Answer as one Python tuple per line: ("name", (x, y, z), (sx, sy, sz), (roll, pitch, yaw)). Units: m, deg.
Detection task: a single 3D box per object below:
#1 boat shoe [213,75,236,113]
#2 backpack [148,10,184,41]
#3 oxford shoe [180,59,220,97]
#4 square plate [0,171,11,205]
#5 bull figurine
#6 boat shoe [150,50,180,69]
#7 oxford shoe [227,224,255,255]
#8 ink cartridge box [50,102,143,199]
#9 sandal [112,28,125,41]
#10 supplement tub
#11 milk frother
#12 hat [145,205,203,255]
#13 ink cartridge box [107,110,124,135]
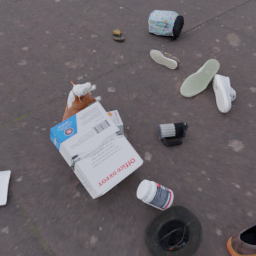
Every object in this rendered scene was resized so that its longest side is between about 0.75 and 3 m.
("boat shoe", (4.242, -1.506, 12.125), (0.795, 0.835, 2.319), (2, 37, 3))
("backpack", (2.107, -5.915, 15.902), (1.907, 1.207, 1.591), (14, 51, 18))
("oxford shoe", (3.283, -2.199, 12.820), (0.907, 0.697, 2.412), (43, 72, 5))
("square plate", (-4.544, 2.035, 9.141), (1.282, 0.184, 1.294), (-7, 47, -6))
("bull figurine", (-1.744, -0.856, 10.386), (0.793, 2.435, 1.478), (45, 38, 19))
("boat shoe", (1.861, -3.511, 14.094), (1.626, 0.584, 0.484), (34, 50, 23))
("oxford shoe", (4.020, 2.991, 7.757), (2.438, 0.884, 0.868), (-13, 48, -12))
("ink cartridge box", (-1.042, 0.725, 9.089), (1.851, 1.069, 2.535), (-33, 83, -25))
("sandal", (-0.578, -5.420, 15.975), (0.607, 0.405, 1.485), (-7, 47, -6))
("supplement tub", (0.827, 2.031, 8.503), (0.964, 0.677, 0.677), (28, 44, -20))
("milk frother", (1.680, 0.091, 10.405), (0.955, 1.015, 0.916), (-6, 51, -5))
("hat", (1.351, 3.051, 7.707), (1.756, 0.708, 1.756), (-26, 32, 18))
("ink cartridge box", (-0.830, -0.003, 10.588), (1.187, 0.859, 0.863), (-13, 48, -12))
